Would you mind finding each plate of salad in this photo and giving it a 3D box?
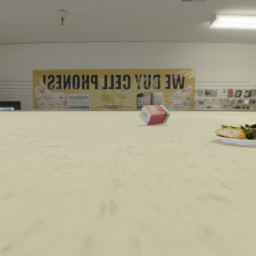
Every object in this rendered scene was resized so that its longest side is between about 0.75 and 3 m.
[{"bbox_3d":[2.242,0.092,5.079,1.363,0.327,1.363,0,4,0],"label":"plate of salad"}]

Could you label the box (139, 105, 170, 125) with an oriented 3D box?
[{"bbox_3d":[0.922,-0.450,9.603,0.856,0.466,0.547,-6,43,-33],"label":"box"}]
